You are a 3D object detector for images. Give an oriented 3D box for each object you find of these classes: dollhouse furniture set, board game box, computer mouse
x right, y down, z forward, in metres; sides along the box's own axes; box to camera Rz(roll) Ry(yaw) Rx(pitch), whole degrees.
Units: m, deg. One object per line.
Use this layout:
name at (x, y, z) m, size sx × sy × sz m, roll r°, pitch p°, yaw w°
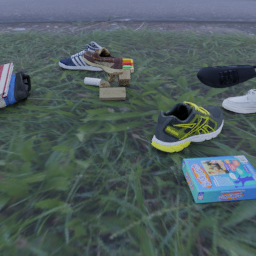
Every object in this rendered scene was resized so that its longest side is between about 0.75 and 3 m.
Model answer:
dollhouse furniture set at (-0.519, -1.584, 11.640) m, size 1.282 × 1.098 × 1.348 m, roll -2°, pitch 66°, yaw -2°
board game box at (2.299, 1.213, 6.876) m, size 1.658 × 0.373 × 1.261 m, roll -2°, pitch 31°, yaw -4°
computer mouse at (2.522, -1.016, 5.326) m, size 2.397 × 0.408 × 0.703 m, roll -3°, pitch 14°, yaw 6°

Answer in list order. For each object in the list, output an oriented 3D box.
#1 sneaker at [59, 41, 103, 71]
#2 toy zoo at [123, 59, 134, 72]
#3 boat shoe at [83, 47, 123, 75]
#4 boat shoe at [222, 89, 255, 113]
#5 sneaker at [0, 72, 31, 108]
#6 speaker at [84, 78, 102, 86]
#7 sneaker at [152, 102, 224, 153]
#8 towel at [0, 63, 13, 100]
sneaker at (-2.313, -3.598, 13.910) m, size 2.435 × 1.321 × 0.853 m, roll 7°, pitch 32°, yaw 11°
toy zoo at (-0.345, -3.275, 14.473) m, size 1.211 × 0.189 × 1.846 m, roll -1°, pitch 32°, yaw -1°
boat shoe at (-0.933, -2.640, 10.479) m, size 0.760 × 0.758 × 2.106 m, roll -17°, pitch 37°, yaw -38°
boat shoe at (4.660, -1.017, 10.151) m, size 2.331 × 0.799 × 0.839 m, roll 4°, pitch 31°, yaw 7°
sneaker at (-4.687, -1.824, 11.229) m, size 1.475 × 1.018 × 2.652 m, roll -20°, pitch 40°, yaw -19°
speaker at (-1.516, -2.032, 12.307) m, size 0.767 × 0.311 × 0.311 m, roll 8°, pitch 32°, yaw 13°
sneaker at (1.979, -0.247, 8.457) m, size 2.931 × 1.240 × 1.092 m, roll -24°, pitch 40°, yaw -34°
towel at (-5.640, -1.478, 10.372) m, size 2.708 × 0.308 × 1.950 m, roll -14°, pitch 49°, yaw 2°
